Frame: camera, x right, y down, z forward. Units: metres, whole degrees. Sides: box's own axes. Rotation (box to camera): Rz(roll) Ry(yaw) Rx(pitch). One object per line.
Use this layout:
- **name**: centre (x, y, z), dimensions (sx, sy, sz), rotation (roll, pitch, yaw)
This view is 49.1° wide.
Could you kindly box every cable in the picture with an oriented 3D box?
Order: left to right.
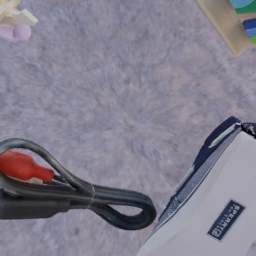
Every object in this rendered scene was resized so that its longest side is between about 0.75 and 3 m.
- **cable**: centre (-0.783, 0.751, 3.712), dimensions (2.813, 0.708, 1.366), rotation (9, 114, -29)

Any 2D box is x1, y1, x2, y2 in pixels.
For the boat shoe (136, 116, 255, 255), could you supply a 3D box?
- **boat shoe**: centre (0.997, 1.097, 3.661), dimensions (1.043, 1.296, 2.795), rotation (35, 108, 1)

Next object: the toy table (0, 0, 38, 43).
- **toy table**: centre (-2.025, -1.955, 4.637), dimensions (1.039, 0.608, 0.955), rotation (29, 58, -27)

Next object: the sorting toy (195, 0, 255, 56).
- **sorting toy**: centre (2.682, -2.095, 4.509), dimensions (2.575, 2.383, 0.470), rotation (-16, 67, 34)
